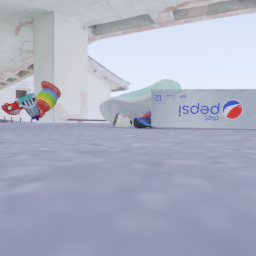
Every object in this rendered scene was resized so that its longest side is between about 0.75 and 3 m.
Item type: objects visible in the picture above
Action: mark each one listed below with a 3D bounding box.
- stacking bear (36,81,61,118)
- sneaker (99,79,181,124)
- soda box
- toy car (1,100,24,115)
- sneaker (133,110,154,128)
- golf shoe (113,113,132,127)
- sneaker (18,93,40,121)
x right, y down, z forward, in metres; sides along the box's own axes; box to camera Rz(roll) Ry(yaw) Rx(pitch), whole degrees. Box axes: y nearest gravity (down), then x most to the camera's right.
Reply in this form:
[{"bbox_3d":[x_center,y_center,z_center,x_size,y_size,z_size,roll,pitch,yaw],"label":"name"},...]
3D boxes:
[{"bbox_3d":[-2.884,-0.860,9.554,0.742,1.304,0.792,17,-40,5],"label":"stacking bear"},{"bbox_3d":[0.484,-0.926,9.808,2.890,1.063,1.704,-7,23,31],"label":"sneaker"},{"bbox_3d":[1.866,-0.472,6.529,2.619,0.894,0.831,1,9,11],"label":"soda box"},{"bbox_3d":[-3.690,-0.378,7.411,1.502,0.356,1.597,3,22,21],"label":"toy car"},{"bbox_3d":[0.506,-0.231,7.306,0.433,0.451,1.151,-9,-4,36],"label":"sneaker"},{"bbox_3d":[-0.141,-0.219,8.470,0.497,0.392,1.078,22,10,9],"label":"golf shoe"},{"bbox_3d":[-2.105,-0.445,6.038,0.393,0.462,1.055,-23,23,-12],"label":"sneaker"}]
